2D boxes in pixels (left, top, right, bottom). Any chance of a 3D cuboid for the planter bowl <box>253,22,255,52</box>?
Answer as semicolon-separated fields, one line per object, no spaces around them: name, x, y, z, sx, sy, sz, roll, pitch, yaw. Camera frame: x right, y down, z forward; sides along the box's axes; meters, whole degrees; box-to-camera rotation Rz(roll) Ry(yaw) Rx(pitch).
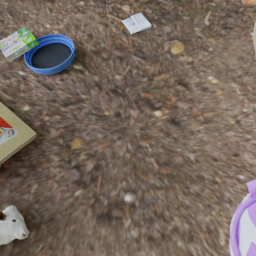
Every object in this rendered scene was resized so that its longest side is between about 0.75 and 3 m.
planter bowl;3.231;-2.129;5.538;1.623;1.092;1.623;-27;25;13

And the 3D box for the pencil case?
pencil case;1.591;1.305;3.130;0.990;2.358;1.008;-27;58;3

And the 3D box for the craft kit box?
craft kit box;-3.330;-2.539;8.440;1.029;0.250;1.016;-36;55;-10

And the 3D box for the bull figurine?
bull figurine;-3.387;2.193;5.225;2.801;0.912;1.700;15;67;-23

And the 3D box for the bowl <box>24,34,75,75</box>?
bowl;-2.297;-2.181;8.319;1.494;0.293;1.494;-3;57;5

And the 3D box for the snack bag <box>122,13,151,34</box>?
snack bag;0.269;-3.455;9.232;0.782;0.084;0.738;-24;64;-13

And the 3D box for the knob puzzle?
knob puzzle;-3.946;0.353;6.781;2.854;0.396;2.854;4;51;-4
